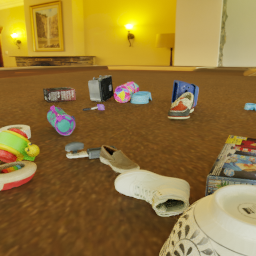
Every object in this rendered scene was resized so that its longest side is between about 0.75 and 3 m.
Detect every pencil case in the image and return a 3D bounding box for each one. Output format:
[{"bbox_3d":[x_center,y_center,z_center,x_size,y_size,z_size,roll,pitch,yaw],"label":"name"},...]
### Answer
[{"bbox_3d":[-2.309,-0.278,9.581,0.692,0.751,1.625,-32,24,-16],"label":"pencil case"},{"bbox_3d":[-0.042,-2.016,15.414,0.993,0.993,2.247,4,16,12],"label":"pencil case"}]

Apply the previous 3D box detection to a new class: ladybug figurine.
[{"bbox_3d":[-2.386,0.983,5.774,1.082,0.389,0.734,-14,21,-41],"label":"ladybug figurine"}]

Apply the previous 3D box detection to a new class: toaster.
[{"bbox_3d":[-1.407,-2.105,15.194,0.838,1.413,1.277,6,24,30],"label":"toaster"}]

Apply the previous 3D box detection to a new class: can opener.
[{"bbox_3d":[-0.935,0.547,7.217,1.330,0.445,0.355,-6,17,-19],"label":"can opener"}]

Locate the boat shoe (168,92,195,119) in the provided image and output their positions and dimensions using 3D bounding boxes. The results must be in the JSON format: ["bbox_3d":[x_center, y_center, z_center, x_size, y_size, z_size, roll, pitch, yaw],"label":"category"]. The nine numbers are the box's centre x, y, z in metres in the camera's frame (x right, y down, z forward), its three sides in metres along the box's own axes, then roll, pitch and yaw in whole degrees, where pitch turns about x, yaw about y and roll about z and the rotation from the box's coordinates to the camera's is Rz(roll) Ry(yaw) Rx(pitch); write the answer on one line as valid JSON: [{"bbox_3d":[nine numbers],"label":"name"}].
[{"bbox_3d":[2.304,-0.940,11.877,0.896,0.788,2.518,9,19,24],"label":"boat shoe"}]

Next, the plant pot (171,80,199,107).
[{"bbox_3d":[2.808,-1.664,13.774,1.091,1.214,1.214,5,15,-3],"label":"plant pot"}]

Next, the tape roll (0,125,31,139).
[{"bbox_3d":[-3.542,0.164,8.808,0.910,0.318,0.910,0,16,0],"label":"tape roll"}]

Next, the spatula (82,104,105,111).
[{"bbox_3d":[-1.577,-0.894,12.689,1.043,0.295,0.107,-7,30,9],"label":"spatula"}]

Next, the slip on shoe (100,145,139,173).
[{"bbox_3d":[-0.229,0.730,6.677,0.485,0.386,1.276,-12,20,-36],"label":"slip on shoe"}]

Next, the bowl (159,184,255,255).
[{"bbox_3d":[1.453,1.349,3.317,2.197,1.031,2.197,0,17,0],"label":"bowl"}]

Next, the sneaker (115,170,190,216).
[{"bbox_3d":[0.389,1.140,4.966,1.417,0.522,0.819,3,13,10],"label":"sneaker"}]

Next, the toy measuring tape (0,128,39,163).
[{"bbox_3d":[-3.262,0.378,7.028,2.356,0.867,0.867,7,17,22],"label":"toy measuring tape"}]

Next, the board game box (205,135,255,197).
[{"bbox_3d":[2.950,0.973,5.067,2.570,0.793,2.571,9,18,26],"label":"board game box"}]

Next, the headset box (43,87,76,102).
[{"bbox_3d":[-3.697,-1.864,15.399,1.665,0.643,1.239,-9,18,-24],"label":"headset box"}]

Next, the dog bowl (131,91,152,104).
[{"bbox_3d":[0.726,-1.659,15.083,0.955,0.425,1.713,4,16,17],"label":"dog bowl"}]

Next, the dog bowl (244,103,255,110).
[{"bbox_3d":[5.876,-0.961,12.935,0.552,0.245,0.990,-15,21,-41],"label":"dog bowl"}]
